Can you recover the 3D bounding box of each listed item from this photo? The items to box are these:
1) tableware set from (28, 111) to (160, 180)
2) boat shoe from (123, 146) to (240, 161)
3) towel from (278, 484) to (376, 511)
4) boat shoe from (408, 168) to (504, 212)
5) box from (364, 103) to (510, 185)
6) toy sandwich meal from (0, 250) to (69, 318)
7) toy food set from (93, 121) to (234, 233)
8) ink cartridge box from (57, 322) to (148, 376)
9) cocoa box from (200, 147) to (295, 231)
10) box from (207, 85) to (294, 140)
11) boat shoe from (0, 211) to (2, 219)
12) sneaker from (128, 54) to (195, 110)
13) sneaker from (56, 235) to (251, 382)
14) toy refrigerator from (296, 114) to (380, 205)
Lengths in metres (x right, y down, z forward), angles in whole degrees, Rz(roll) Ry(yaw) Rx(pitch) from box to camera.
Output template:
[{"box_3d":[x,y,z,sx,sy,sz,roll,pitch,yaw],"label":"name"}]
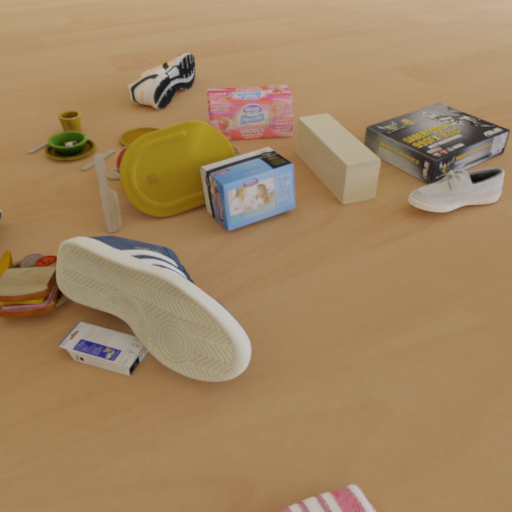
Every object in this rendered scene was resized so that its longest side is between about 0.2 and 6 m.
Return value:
[{"box_3d":[-3.212,-2.667,12.759,3.560,0.546,2.398,18,40,22],"label":"tableware set"},{"box_3d":[-1.473,-2.003,11.598,2.579,0.811,0.941,-9,38,-18],"label":"boat shoe"},{"box_3d":[0.297,3.316,5.061,2.629,0.393,1.924,-12,39,-19],"label":"towel"},{"box_3d":[3.867,-1.319,10.682,2.032,0.696,0.732,-6,35,-13],"label":"boat shoe"},{"box_3d":[4.040,-2.603,12.601,2.536,0.613,2.009,-22,43,-27],"label":"box"},{"box_3d":[-3.540,0.369,8.727,1.614,0.553,1.614,0,37,0],"label":"toy sandwich meal"},{"box_3d":[-1.791,-1.623,10.702,2.708,1.593,0.885,-21,21,-17],"label":"toy food set"},{"box_3d":[-2.127,1.284,7.818,1.126,0.221,0.560,14,39,15],"label":"ink cartridge box"},{"box_3d":[-0.134,-1.266,10.432,1.479,0.986,0.970,-20,37,-21],"label":"cocoa box"},{"box_3d":[-0.155,-3.426,13.415,1.998,0.946,1.025,-4,37,-5],"label":"box"},{"box_3d":[-4.766,-0.493,9.317,0.650,0.787,2.101,14,9,1],"label":"boat shoe"},{"box_3d":[-2.531,-4.905,15.360,1.072,0.988,2.681,12,39,19],"label":"sneaker"},{"box_3d":[-1.256,0.527,8.018,3.376,1.265,1.427,29,24,25],"label":"sneaker"},{"box_3d":[1.671,-2.086,11.697,0.826,0.897,2.362,-13,38,-16],"label":"toy refrigerator"}]
